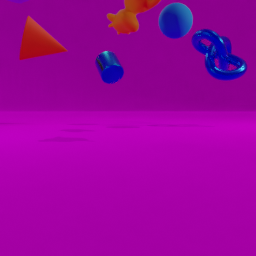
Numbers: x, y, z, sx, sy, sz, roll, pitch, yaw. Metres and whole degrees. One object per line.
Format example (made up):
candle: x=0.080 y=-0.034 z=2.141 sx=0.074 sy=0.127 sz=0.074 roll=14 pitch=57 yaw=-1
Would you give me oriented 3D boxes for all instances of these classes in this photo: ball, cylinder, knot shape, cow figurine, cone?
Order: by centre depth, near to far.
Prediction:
cow figurine: x=0.123 y=-2.949 z=6.610 sx=1.369 sy=1.391 sz=0.764 roll=-26 pitch=-38 yaw=37
ball: x=1.334 y=-3.002 z=7.867 sx=0.944 sy=0.944 sz=0.944 roll=0 pitch=4 yaw=0
knot shape: x=2.795 y=-2.391 z=8.859 sx=0.917 sy=1.857 sz=1.984 roll=-42 pitch=17 yaw=32
cylinder: x=-0.644 y=-2.089 z=9.682 sx=0.820 sy=0.820 sz=0.820 roll=-2 pitch=48 yaw=-28
cone: x=-3.000 y=-3.055 z=10.287 sx=1.584 sy=1.578 sz=1.578 roll=12 pitch=-1 yaw=-19

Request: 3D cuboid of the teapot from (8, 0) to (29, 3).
teapot: x=-2.588 y=-3.302 z=5.811 sx=1.261 sy=0.993 sz=2.028 roll=24 pitch=6 yaw=38
